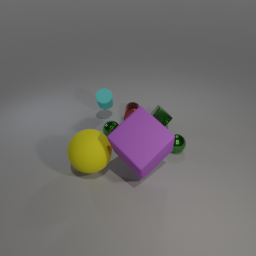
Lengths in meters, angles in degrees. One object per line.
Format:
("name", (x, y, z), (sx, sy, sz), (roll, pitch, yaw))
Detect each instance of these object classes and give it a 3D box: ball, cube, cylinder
("ball", (1.772, 0.566, 10.287), (0.700, 0.700, 0.700), (0, 31, 0))
("cube", (0.417, 0.481, 8.529), (1.400, 1.400, 1.400), (-43, 71, -11))
("ball", (-0.647, 0.061, 11.111), (0.700, 0.700, 0.700), (0, 31, 0))
("cube", (1.307, -0.422, 11.505), (0.700, 0.700, 0.700), (39, 12, -9))
("cylinder", (0.205, -0.681, 12.322), (0.700, 0.700, 0.700), (1, 31, 1))
("cylinder", (-0.990, -1.225, 11.927), (0.700, 0.700, 0.700), (-1, 71, 2))
("ball", (-1.219, 0.735, 8.932), (1.400, 1.400, 1.400), (0, 31, 0))
